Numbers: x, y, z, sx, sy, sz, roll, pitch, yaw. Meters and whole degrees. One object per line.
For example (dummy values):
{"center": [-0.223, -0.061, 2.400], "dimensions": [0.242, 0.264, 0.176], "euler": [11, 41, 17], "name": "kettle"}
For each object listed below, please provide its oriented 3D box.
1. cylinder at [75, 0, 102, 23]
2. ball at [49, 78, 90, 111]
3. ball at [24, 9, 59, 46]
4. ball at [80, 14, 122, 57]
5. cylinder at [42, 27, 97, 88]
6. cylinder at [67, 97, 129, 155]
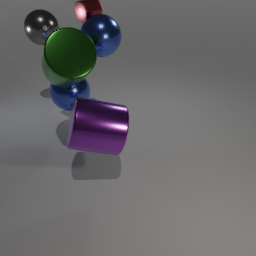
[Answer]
{"center": [-1.365, -4.072, 9.675], "dimensions": [0.700, 0.700, 0.700], "euler": [-29, 41, -34], "name": "cylinder"}
{"center": [-2.027, -1.296, 9.798], "dimensions": [1.400, 1.400, 1.400], "euler": [0, 30, 0], "name": "ball"}
{"center": [-3.536, -4.117, 11.501], "dimensions": [1.400, 1.400, 1.400], "euler": [0, 30, 0], "name": "ball"}
{"center": [-0.919, -3.106, 9.464], "dimensions": [1.400, 1.400, 1.400], "euler": [0, 30, 0], "name": "ball"}
{"center": [-1.722, -1.951, 8.025], "dimensions": [1.400, 1.400, 1.400], "euler": [-12, 2, -19], "name": "cylinder"}
{"center": [-0.837, -0.040, 7.562], "dimensions": [1.400, 1.400, 1.400], "euler": [9, 27, -17], "name": "cylinder"}
